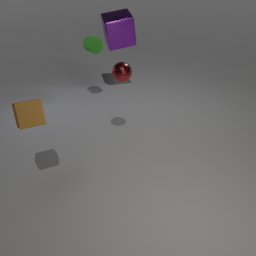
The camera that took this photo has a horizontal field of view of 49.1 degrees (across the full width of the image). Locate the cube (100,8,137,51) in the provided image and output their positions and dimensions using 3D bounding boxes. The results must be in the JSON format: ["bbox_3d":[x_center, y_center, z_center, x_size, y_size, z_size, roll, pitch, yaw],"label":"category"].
[{"bbox_3d":[-0.467,-4.863,13.821,1.400,1.400,1.400,-14,42,-5],"label":"cube"}]

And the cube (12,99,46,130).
[{"bbox_3d":[-2.711,-0.396,7.652,0.700,0.700,0.700,-14,11,-25],"label":"cube"}]

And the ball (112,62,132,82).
[{"bbox_3d":[-0.211,-1.941,9.729,0.700,0.700,0.700,0,31,0],"label":"ball"}]

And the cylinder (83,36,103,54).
[{"bbox_3d":[-1.580,-3.774,12.671,0.700,0.700,0.700,-16,30,-25],"label":"cylinder"}]
